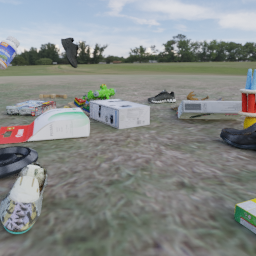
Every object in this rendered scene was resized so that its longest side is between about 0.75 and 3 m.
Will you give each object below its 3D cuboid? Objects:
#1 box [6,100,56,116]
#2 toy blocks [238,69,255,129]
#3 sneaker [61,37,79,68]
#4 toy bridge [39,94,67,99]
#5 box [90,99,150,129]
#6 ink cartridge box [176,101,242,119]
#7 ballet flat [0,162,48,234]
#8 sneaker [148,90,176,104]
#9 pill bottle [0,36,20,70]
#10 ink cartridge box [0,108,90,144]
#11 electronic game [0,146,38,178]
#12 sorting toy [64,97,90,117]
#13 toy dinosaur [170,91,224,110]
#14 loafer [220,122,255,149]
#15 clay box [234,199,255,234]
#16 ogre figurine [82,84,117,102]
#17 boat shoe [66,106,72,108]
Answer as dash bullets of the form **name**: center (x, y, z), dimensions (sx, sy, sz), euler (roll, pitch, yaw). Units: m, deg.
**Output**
- **box**: center (-4.581, -0.975, 13.477), dimensions (1.436, 0.418, 2.098), euler (3, 14, 12)
- **toy blocks**: center (4.414, -0.727, 8.741), dimensions (1.807, 2.168, 0.787), euler (3, 14, 15)
- **sneaker**: center (-2.278, -3.129, 11.481), dimensions (0.623, 1.373, 0.521), euler (-20, -6, -8)
- **toy bridge**: center (-4.932, -2.114, 18.575), dimensions (1.857, 0.253, 0.624), euler (1, 11, 6)
- **box**: center (-0.404, -0.637, 11.377), dimensions (1.453, 0.749, 2.491), euler (-8, 15, -31)
- **ink cartridge box**: center (3.380, -0.626, 11.865), dimensions (2.512, 0.547, 2.180), euler (1, -12, 3)
- **ballet flat**: center (-1.713, 1.021, 4.735), dimensions (0.648, 0.648, 1.802), euler (-2, 14, -9)
- **sneaker**: center (1.976, -1.860, 16.387), dimensions (1.728, 0.782, 0.574), euler (-3, 13, -11)
- **pill bottle**: center (-3.935, -2.445, 9.001), dimensions (0.577, 1.029, 0.577), euler (21, -21, 9)
- **ink cartridge box**: center (-2.940, -0.161, 9.617), dimensions (2.934, 0.735, 2.361), euler (-2, 13, -17)
- **electronic game**: center (-2.835, 0.782, 6.405), dimensions (1.515, 0.315, 1.515), euler (-5, 18, 2)
- **sorting toy**: center (-1.973, -1.063, 12.943), dimensions (1.235, 0.433, 2.562), euler (27, 22, 15)
- **toy dinosaur**: center (2.953, -1.004, 13.239), dimensions (2.949, 0.891, 1.566), euler (0, -17, 35)
- **loafer**: center (3.622, 0.190, 7.760), dimensions (0.846, 0.840, 2.323), euler (-11, 17, -36)
- **clay box**: center (2.368, 1.308, 4.282), dimensions (1.261, 0.300, 0.725), euler (-6, 15, -23)
- **ogre figurine**: center (-1.533, -2.032, 16.852), dimensions (2.109, 1.035, 1.265), euler (9, -11, -32)
- **boat shoe**: center (-2.489, -0.936, 13.269), dimensions (0.513, 0.442, 1.406), euler (7, 16, 30)
